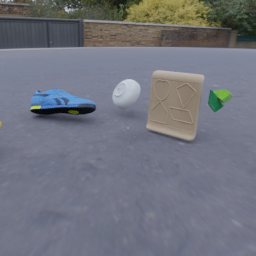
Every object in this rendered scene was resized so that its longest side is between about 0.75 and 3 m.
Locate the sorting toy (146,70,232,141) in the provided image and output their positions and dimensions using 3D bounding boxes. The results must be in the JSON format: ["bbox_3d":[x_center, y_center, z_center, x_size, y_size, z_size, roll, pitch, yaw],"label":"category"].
[{"bbox_3d":[1.618,-0.603,7.792,2.432,1.798,0.358,16,13,39],"label":"sorting toy"}]

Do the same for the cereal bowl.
[{"bbox_3d":[-0.134,-1.249,9.879,1.127,1.127,0.469,23,-7,47],"label":"cereal bowl"}]

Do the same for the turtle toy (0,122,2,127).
[{"bbox_3d":[-3.650,0.039,6.738,0.550,1.089,0.793,-33,34,35],"label":"turtle toy"}]

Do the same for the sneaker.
[{"bbox_3d":[-2.259,-0.988,9.703,2.485,0.974,0.819,2,-17,18],"label":"sneaker"}]
